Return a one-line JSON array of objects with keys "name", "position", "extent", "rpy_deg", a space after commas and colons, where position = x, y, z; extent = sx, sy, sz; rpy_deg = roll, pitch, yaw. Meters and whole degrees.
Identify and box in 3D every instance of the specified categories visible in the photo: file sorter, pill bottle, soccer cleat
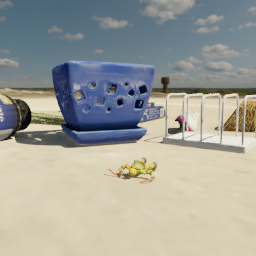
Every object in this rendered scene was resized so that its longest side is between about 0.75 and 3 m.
[{"name": "file sorter", "position": [2.291, -0.243, 7.662], "extent": [2.213, 1.378, 1.536], "rpy_deg": [6, 10, 36]}, {"name": "pill bottle", "position": [-3.980, -0.284, 7.954], "extent": [1.371, 1.371, 2.452], "rpy_deg": [3, 8, 21]}, {"name": "soccer cleat", "position": [2.172, -0.313, 9.871], "extent": [0.840, 0.680, 1.945], "rpy_deg": [-33, 5, 4]}]

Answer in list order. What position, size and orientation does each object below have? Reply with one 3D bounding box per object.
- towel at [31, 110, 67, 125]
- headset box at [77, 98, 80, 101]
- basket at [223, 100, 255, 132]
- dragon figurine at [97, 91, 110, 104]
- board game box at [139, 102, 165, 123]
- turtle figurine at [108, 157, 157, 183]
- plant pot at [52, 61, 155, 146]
[{"name": "towel", "position": [-3.003, -0.514, 12.770], "extent": [2.882, 0.526, 2.138], "rpy_deg": [4, 7, 24]}, {"name": "headset box", "position": [-2.206, -1.056, 12.818], "extent": [1.188, 0.616, 1.596], "rpy_deg": [1, 7, -24]}, {"name": "basket", "position": [4.196, -0.502, 10.490], "extent": [1.164, 1.115, 1.562], "rpy_deg": [4, 8, 21]}, {"name": "dragon figurine", "position": [-1.119, -1.465, 13.028], "extent": [1.978, 0.582, 0.984], "rpy_deg": [9, 31, -11]}, {"name": "board game box", "position": [-0.010, -0.922, 14.312], "extent": [2.973, 0.918, 2.975], "rpy_deg": [5, 9, 29]}, {"name": "turtle figurine", "position": [0.160, 0.682, 4.847], "extent": [0.879, 0.283, 0.709], "rpy_deg": [4, 9, 30]}, {"name": "plant pot", "position": [-0.800, -0.721, 8.164], "extent": [2.417, 2.173, 2.417], "rpy_deg": [-4, 9, -23]}]
